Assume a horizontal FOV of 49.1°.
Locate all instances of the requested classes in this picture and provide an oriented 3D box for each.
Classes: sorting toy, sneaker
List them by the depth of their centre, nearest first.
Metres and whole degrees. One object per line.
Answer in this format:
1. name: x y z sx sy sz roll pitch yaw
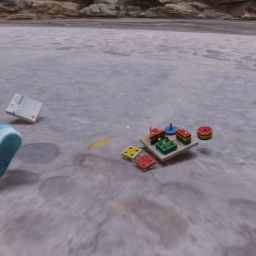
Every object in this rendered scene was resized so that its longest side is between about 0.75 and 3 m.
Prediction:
1. sneaker: -2.783 0.518 5.939 1.343 0.534 0.877 -51 39 -2
2. sorting toy: 0.933 0.244 7.010 2.276 0.385 1.097 -22 34 -19

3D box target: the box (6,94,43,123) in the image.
1. box: -3.260 -0.626 8.867 0.914 0.188 0.712 19 60 -4
